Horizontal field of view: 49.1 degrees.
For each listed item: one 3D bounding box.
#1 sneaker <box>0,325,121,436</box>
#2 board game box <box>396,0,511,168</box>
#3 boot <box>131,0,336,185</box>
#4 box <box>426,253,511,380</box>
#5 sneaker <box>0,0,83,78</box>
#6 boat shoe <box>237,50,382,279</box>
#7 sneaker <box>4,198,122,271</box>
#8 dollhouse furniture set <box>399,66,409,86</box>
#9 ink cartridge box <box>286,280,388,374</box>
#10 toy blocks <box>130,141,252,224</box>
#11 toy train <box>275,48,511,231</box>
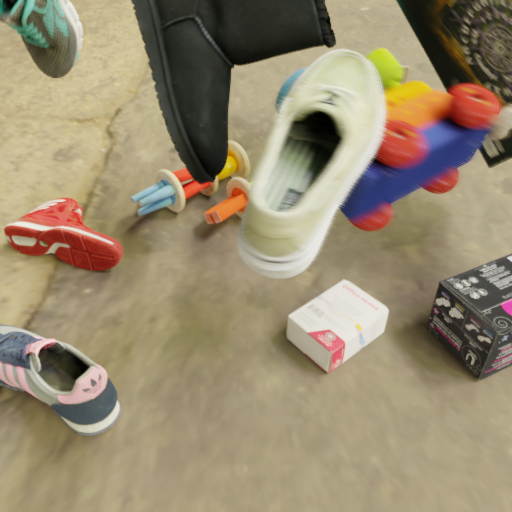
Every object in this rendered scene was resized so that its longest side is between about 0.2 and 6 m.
[{"bbox_3d":[-2.599,1.210,6.702,2.316,0.950,0.813,20,45,22],"label":"sneaker"},{"bbox_3d":[3.312,-3.540,7.779,0.592,2.845,4.206,-29,91,-17],"label":"board game box"},{"bbox_3d":[-0.150,-2.583,7.172,2.340,2.855,1.057,-16,3,10],"label":"boot"},{"bbox_3d":[3.244,0.711,7.308,1.620,0.929,1.071,-17,42,-21],"label":"box"},{"bbox_3d":[-2.988,-3.244,7.231,0.984,2.536,1.157,17,57,5],"label":"sneaker"},{"bbox_3d":[0.480,-0.823,3.944,0.774,0.667,2.149,19,59,3],"label":"boat shoe"},{"bbox_3d":[-2.834,-0.486,8.837,1.998,0.783,1.154,13,44,13],"label":"sneaker"},{"bbox_3d":[2.905,-4.180,12.998,1.074,0.920,1.129,7,41,8],"label":"dollhouse furniture set"},{"bbox_3d":[1.072,0.909,7.418,1.115,0.477,0.823,-27,48,-31],"label":"ink cartridge box"},{"bbox_3d":[-0.805,-1.043,9.454,2.177,0.790,1.814,-31,49,-31],"label":"toy blocks"},{"bbox_3d":[1.663,-1.542,5.767,2.744,1.162,1.588,-28,64,-22],"label":"toy train"}]
